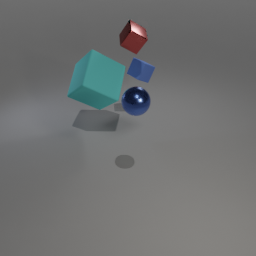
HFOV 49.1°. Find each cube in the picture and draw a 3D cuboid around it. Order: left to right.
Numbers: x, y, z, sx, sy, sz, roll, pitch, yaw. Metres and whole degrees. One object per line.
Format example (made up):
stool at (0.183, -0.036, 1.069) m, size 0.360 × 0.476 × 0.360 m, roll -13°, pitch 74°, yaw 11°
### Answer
cube at (-1.130, -1.657, 9.992) m, size 1.400 × 1.400 × 1.400 m, roll 21°, pitch -21°, yaw -29°
cube at (0.179, -3.135, 9.681) m, size 0.700 × 0.700 × 0.700 m, roll 20°, pitch 44°, yaw -27°
cube at (0.522, -2.322, 11.270) m, size 0.700 × 0.700 × 0.700 m, roll 37°, pitch 20°, yaw 36°

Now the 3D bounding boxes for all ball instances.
ball at (0.190, -0.636, 6.676) m, size 0.700 × 0.700 × 0.700 m, roll 0°, pitch 31°, yaw 0°
